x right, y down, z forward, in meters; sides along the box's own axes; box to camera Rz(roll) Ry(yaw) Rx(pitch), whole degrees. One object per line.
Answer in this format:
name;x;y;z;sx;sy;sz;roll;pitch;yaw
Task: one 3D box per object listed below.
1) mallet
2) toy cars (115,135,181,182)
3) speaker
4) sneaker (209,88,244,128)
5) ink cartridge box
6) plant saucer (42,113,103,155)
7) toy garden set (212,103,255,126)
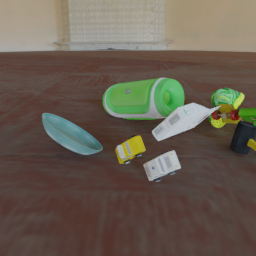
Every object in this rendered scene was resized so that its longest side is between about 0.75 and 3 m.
mallet;2.734;0.401;5.496;0.452;0.723;2.195;8;11;-10
toy cars;0.236;0.561;5.139;0.353;0.715;1.595;-5;20;-42
speaker;0.352;-0.838;8.245;1.141;1.141;2.581;-16;12;-38
sneaker;2.751;-0.645;8.290;0.843;0.747;2.018;35;39;17
ink cartridge box;1.267;-0.203;6.069;1.265;0.317;1.018;-20;-17;-37
plant saucer;-1.288;0.183;6.286;1.530;0.275;1.530;32;7;-4
toy garden set;3.101;-0.100;6.199;2.095;0.418;1.746;24;-11;-34
